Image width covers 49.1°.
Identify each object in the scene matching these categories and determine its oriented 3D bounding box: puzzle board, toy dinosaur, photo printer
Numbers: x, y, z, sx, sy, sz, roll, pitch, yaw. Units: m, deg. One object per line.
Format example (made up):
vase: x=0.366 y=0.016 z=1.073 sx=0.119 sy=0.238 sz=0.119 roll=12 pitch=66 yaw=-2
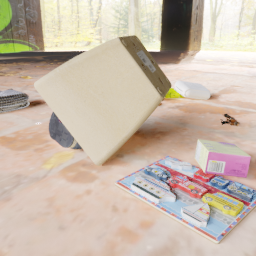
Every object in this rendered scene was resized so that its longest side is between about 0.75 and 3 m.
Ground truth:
puzzle board: x=1.397 y=1.413 z=6.621 sx=2.131 sy=0.246 sz=2.828 roll=-18 pitch=26 yaw=-41
toy dinosaur: x=4.093 y=-0.291 z=11.259 sx=0.629 sy=0.474 sz=0.927 roll=11 pitch=-1 yaw=-11
photo printer: x=3.413 y=-2.056 z=15.146 sx=1.671 sy=0.580 sz=1.390 roll=4 pitch=28 yaw=-21

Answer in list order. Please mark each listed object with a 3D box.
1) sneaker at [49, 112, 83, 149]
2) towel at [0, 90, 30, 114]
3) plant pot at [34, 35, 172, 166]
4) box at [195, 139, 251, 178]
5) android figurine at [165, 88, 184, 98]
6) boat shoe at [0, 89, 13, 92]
sneaker: x=-1.925 y=0.112 z=9.574 sx=1.122 sy=0.960 sz=2.736 roll=10 pitch=14 yaw=-33
towel: x=-5.870 y=-1.318 z=13.320 sx=1.889 sy=0.808 sz=1.564 roll=-18 pitch=26 yaw=-41
plant pot: x=-0.352 y=-1.146 z=8.396 sx=2.571 sy=2.904 sz=2.901 roll=-34 pitch=7 yaw=24
box: x=2.457 y=0.782 z=7.454 sx=1.064 sy=0.585 sz=1.210 roll=7 pitch=13 yaw=-1
android figurine: x=2.543 y=-1.983 z=15.865 sx=1.679 sy=0.345 sz=1.529 roll=-3 pitch=20 yaw=-4
boat shoe: x=-6.852 y=-1.807 z=15.192 sx=0.551 sy=0.450 sz=1.492 roll=13 pitch=24 yaw=32
